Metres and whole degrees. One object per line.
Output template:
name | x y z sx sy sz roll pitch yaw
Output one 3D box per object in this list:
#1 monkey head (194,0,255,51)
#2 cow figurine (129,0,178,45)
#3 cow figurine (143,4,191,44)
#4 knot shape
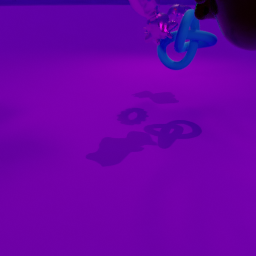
monkey head | 1.375 -1.508 2.850 1.113 1.329 1.848 25 4 14
cow figurine | 0.473 -2.835 6.501 0.879 1.576 1.602 -24 -12 17
cow figurine | 1.329 -3.564 9.589 1.464 1.488 0.817 3 54 -15
knot shape | 1.620 -2.237 7.273 1.452 1.552 0.717 -7 56 -27
